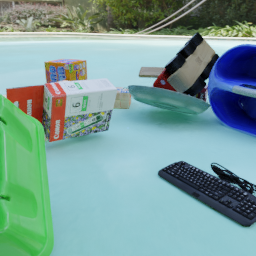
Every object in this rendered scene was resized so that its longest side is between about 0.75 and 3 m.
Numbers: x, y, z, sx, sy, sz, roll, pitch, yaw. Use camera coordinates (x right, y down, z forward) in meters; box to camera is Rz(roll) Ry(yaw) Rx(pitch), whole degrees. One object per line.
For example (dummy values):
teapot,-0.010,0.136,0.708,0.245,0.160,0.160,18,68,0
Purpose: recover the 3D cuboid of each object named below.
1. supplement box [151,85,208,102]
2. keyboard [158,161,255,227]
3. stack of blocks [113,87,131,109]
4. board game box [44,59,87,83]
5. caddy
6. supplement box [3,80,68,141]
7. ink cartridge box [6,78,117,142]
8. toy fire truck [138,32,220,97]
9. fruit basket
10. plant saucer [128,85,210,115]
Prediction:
supplement box,1.732,-1.168,9.543,1.840,0.560,1.001,7,24,18
keyboard,1.387,0.844,4.531,0.937,0.357,1.801,-15,27,-35
stack of blocks,-0.819,-1.060,9.309,1.840,0.539,1.060,2,21,6
board game box,-2.411,-2.059,11.065,1.175,1.175,1.174,10,23,24
caddy,3.263,-0.862,6.652,1.563,2.105,2.978,-6,20,-33
supplement box,-1.939,-0.592,7.492,1.584,0.924,2.513,11,23,28
ink cartridge box,-1.327,-0.337,5.788,2.117,1.153,0.533,-12,44,-32
toy fire truck,1.360,-1.735,9.043,2.187,1.599,2.485,-51,10,-36
fruit basket,-2.372,0.746,3.329,2.969,2.142,2.969,-11,-21,-4
plant saucer,1.080,-0.729,7.751,2.310,0.316,2.310,13,0,0
